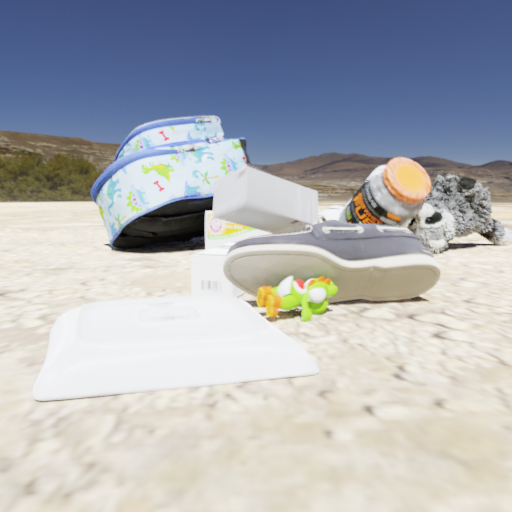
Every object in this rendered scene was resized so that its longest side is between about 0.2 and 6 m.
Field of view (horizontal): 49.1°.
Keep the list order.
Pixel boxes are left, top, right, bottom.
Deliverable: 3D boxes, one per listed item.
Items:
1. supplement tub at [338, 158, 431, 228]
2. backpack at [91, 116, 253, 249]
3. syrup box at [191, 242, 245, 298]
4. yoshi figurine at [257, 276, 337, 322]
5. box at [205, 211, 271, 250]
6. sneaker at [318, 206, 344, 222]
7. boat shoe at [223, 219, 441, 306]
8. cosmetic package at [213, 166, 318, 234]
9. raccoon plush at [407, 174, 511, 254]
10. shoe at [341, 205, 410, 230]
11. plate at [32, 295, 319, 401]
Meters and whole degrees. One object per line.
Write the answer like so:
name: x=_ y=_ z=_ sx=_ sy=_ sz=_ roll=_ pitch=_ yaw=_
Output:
supplement tub: x=2.721 y=-1.078 z=11.970 sx=1.274 sy=1.274 sz=2.080 roll=-3 pitch=-28 yaw=-22
backpack: x=-2.023 y=-1.617 z=13.025 sx=3.380 sy=2.484 sz=3.093 roll=-18 pitch=-11 yaw=-37
syrup box: x=-0.330 y=0.175 z=7.893 sx=0.598 sy=0.619 sz=1.520 roll=2 pitch=8 yaw=19
yoshi figurine: x=0.485 y=0.520 z=6.290 sx=0.907 sy=0.510 sz=0.508 roll=-8 pitch=-16 yaw=-23
box: x=-0.074 y=-0.462 z=11.658 sx=1.827 sy=0.926 sz=1.027 roll=5 pitch=8 yaw=35
sneaker: x=2.626 y=-0.864 z=15.581 sx=1.055 sy=1.001 sz=2.620 roll=-19 pitch=12 yaw=-38
boat shoe: x=0.884 y=0.009 z=6.836 sx=2.673 sy=0.971 sz=0.838 roll=2 pitch=47 yaw=-13
cosmetic package: x=0.159 y=-0.798 z=8.616 sx=1.518 sy=0.684 sz=0.811 roll=9 pitch=-17 yaw=-36
raccoon plush: x=4.683 y=-0.468 z=12.716 sx=2.945 sy=1.973 sz=1.425 roll=31 pitch=-17 yaw=-13
shoe: x=3.314 y=-0.957 z=16.828 sx=2.801 sy=0.979 sz=0.748 roll=3 pitch=-36 yaw=37
plate: x=-0.791 y=0.682 z=5.053 sx=2.137 sy=0.346 sz=2.141 roll=-3 pitch=8 yaw=-16
